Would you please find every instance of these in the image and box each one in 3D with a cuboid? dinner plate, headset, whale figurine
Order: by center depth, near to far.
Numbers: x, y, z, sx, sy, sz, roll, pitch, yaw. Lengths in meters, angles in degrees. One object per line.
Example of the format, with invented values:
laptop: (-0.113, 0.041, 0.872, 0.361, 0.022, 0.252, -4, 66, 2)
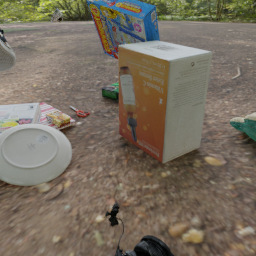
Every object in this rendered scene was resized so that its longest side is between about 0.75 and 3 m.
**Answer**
headset: (0.177, 2.127, 4.622, 1.121, 0.853, 1.816, -15, 41, -29)
dinner plate: (-2.645, 0.585, 7.623, 2.218, 0.269, 2.218, 9, 42, -8)
whale figurine: (4.206, 0.098, 8.764, 1.702, 1.110, 2.139, 15, -6, -29)

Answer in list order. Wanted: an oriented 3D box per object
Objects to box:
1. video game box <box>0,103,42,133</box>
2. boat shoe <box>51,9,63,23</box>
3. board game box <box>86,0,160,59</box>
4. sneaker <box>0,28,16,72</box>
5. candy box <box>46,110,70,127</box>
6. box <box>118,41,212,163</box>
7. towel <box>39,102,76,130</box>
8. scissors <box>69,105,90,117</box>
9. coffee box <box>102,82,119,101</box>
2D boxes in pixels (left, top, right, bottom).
video game box: (-4.189, 0.083, 8.695, 2.606, 0.610, 2.374, -4, 32, -3)
boat shoe: (-2.409, -3.767, 9.622, 0.328, 0.322, 0.924, -55, 16, -15)
board game box: (-0.050, -3.288, 9.740, 2.400, 2.451, 0.685, 30, 69, 28)
sneaker: (-3.856, -2.400, 7.998, 0.896, 0.908, 2.286, -22, -7, -13)
candy box: (-2.440, -0.328, 9.752, 0.813, 0.225, 0.469, 25, 35, 36)
box: (0.953, -0.879, 8.335, 1.573, 2.958, 2.252, -18, 31, -32)
towel: (-3.199, -0.290, 10.215, 2.275, 0.340, 1.665, 27, 37, 37)
scissors: (-2.077, -0.692, 11.224, 1.340, 0.093, 0.490, 21, 35, 34)
coffee box: (-0.086, -1.814, 13.087, 1.294, 0.463, 2.104, 19, 32, 34)
